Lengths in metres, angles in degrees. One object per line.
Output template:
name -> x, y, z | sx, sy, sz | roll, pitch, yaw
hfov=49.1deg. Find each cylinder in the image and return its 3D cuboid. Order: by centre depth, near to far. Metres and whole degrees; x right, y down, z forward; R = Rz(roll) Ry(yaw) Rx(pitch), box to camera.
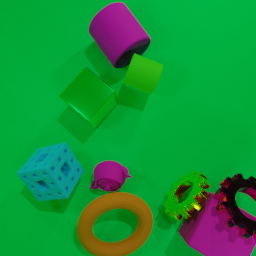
cylinder -> 0.411, -1.489, 7.739 | 0.867, 0.867, 0.867 | 21, 82, -4
cylinder -> -0.235, -2.612, 7.989 | 1.308, 1.308, 1.308 | -34, 82, -5

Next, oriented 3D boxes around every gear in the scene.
gear -> 2.782, 1.802, 6.480 | 1.522, 0.281, 1.522 | 9, 51, -11
gear -> 1.509, 1.739, 7.296 | 0.253, 1.368, 1.368 | 41, 83, -13

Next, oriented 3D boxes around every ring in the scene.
ring -> -0.315, 2.532, 7.215 | 1.981, 0.396, 1.981 | -4, 112, -11

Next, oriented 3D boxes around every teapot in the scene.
teapot -> -0.458, 1.334, 7.507 | 1.496, 0.930, 0.732 | -26, 37, 31

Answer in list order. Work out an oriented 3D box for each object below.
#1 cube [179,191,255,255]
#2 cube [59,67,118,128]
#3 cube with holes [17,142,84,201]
cube -> 2.311, 2.576, 7.164 | 1.376, 1.376, 1.376 | 31, 83, 5
cube -> -1.050, -0.803, 7.814 | 1.083, 1.083, 1.083 | 40, 83, 8
cube with holes -> -1.929, 1.120, 7.115 | 0.980, 0.980, 0.980 | -13, 119, 27
